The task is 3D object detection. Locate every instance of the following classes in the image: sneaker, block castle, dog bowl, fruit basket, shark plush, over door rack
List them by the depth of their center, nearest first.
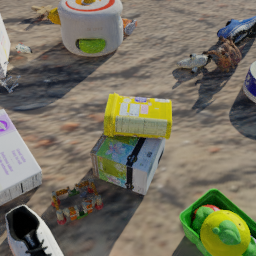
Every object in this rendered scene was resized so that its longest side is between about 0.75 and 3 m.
[{"bbox_3d":[-1.680,2.592,5.350,0.965,1.048,2.619,-31,55,-29],"label":"sneaker"},{"bbox_3d":[1.920,2.018,5.385,1.377,1.909,1.909,-29,52,-26],"label":"fruit basket"},{"bbox_3d":[-1.187,1.732,6.553,1.114,0.523,0.745,-17,44,-19],"label":"block castle"},{"bbox_3d":[5.046,-1.530,9.545,1.977,0.779,1.977,0,46,0],"label":"dog bowl"},{"bbox_3d":[-4.161,-1.819,9.830,0.330,0.732,0.991,-16,43,21],"label":"over door rack"},{"bbox_3d":[2.673,-2.695,10.895,1.586,0.721,0.661,-32,23,-22],"label":"shark plush"},{"bbox_3d":[-4.251,-3.153,11.385,0.869,0.306,0.406,34,73,25],"label":"sneaker"},{"bbox_3d":[4.929,-4.445,12.249,2.569,1.009,1.145,-28,55,-24],"label":"sneaker"},{"bbox_3d":[-0.116,-4.648,12.867,0.726,0.503,1.296,13,37,18],"label":"sneaker"}]

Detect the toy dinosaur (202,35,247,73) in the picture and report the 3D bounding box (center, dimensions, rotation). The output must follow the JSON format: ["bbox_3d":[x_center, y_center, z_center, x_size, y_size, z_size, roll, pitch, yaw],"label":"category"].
[{"bbox_3d":[3.918,-2.761,10.750,2.144,0.920,1.453,-11,55,-32],"label":"toy dinosaur"}]

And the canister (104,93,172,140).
[{"bbox_3d":[0.264,-0.278,6.964,1.584,0.685,1.176,5,44,3],"label":"canister"}]

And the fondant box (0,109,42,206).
[{"bbox_3d":[-3.841,1.022,6.515,2.934,0.855,2.117,-26,66,-31],"label":"fondant box"}]

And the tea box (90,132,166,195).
[{"bbox_3d":[0.044,0.635,7.250,1.499,1.018,1.524,16,47,16],"label":"tea box"}]

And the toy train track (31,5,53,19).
[{"bbox_3d":[-3.629,-5.619,13.883,2.330,0.379,1.337,14,40,5],"label":"toy train track"}]

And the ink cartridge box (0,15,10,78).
[{"bbox_3d":[-5.729,-3.344,10.563,1.885,1.836,2.932,-10,47,-9],"label":"ink cartridge box"}]

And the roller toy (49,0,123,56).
[{"bbox_3d":[-1.521,-4.404,11.513,2.830,1.978,2.582,34,54,29],"label":"roller toy"}]
